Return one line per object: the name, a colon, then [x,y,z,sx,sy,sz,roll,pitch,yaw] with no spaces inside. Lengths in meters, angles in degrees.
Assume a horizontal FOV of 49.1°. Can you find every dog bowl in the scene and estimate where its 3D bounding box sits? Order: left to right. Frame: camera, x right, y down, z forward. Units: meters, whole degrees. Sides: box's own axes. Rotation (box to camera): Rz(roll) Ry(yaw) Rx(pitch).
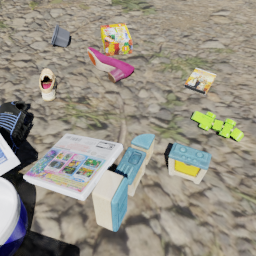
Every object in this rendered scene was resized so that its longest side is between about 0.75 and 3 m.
dog bowl: [-3.864,2.440,7.081,2.423,0.954,2.423,-3,43,3]

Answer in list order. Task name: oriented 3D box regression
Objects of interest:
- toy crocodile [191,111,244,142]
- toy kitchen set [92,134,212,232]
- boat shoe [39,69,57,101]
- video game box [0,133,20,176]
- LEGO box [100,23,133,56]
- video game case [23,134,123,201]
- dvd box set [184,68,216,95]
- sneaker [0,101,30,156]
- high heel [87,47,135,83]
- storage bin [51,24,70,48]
toy crocodile: [3.122,-0.089,9.827,1.872,0.578,0.632,25,88,26]
toy kitchen set: [0.800,1.427,7.644,2.368,1.741,2.956,18,51,16]
boat shoe: [-3.262,-1.915,11.394,0.688,0.645,1.865,-11,49,-10]
video game box: [-4.151,0.899,7.724,1.800,0.421,1.640,-34,47,-23]
LEGO box: [-0.576,-4.276,13.505,1.296,0.672,1.740,-9,49,-8]
video game case: [-1.633,1.044,8.468,2.339,0.277,2.129,9,42,31]
dvd box set: [3.043,-1.979,11.758,0.960,0.193,1.312,25,53,19]
sneaker: [-3.881,0.031,9.415,1.091,0.982,2.800,-19,49,-7]
high heel: [-0.802,-2.917,12.237,1.118,0.784,2.326,-33,68,-21]
storage bin: [-3.284,-4.385,13.648,0.732,0.793,1.089,18,44,-22]
